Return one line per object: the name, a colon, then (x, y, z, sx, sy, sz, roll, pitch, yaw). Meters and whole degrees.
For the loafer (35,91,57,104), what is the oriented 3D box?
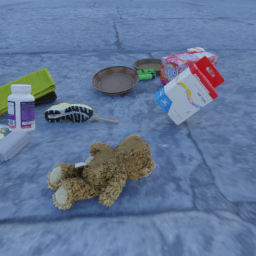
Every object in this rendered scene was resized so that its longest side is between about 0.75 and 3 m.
loafer: (-3.388, -1.155, 9.648, 1.779, 0.634, 0.649, -13, 33, -16)

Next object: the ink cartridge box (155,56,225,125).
ink cartridge box: (1.814, -1.073, 8.103, 1.829, 1.063, 0.615, -38, 18, 22)

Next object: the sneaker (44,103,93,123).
sneaker: (-1.813, -0.554, 8.742, 1.492, 0.583, 0.674, 0, 28, 1)

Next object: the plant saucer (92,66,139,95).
plant saucer: (-0.466, -1.789, 10.770, 1.816, 0.332, 1.816, -4, 44, 4)

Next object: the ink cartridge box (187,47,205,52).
ink cartridge box: (3.784, -4.040, 14.906, 0.829, 0.256, 1.022, -19, 33, -28)

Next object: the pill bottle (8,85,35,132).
pill bottle: (-2.594, -0.492, 6.827, 0.613, 1.101, 0.613, 3, 11, -1)

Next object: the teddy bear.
teddy bear: (-0.584, 0.992, 6.132, 2.370, 0.791, 1.719, -31, 34, -29)

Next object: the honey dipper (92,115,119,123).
honey dipper: (-0.694, -0.258, 8.650, 0.845, 0.160, 0.160, 9, 32, 12)

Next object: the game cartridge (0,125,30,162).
game cartridge: (-3.669, 0.327, 7.511, 1.817, 0.371, 1.209, 8, 28, 13)

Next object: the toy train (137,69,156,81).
toy train: (0.369, -2.151, 11.655, 1.755, 0.366, 0.495, -9, 42, -15)

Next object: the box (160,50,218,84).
box: (2.464, -2.422, 11.400, 2.174, 1.038, 1.084, -19, 36, -29)

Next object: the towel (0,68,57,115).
towel: (-3.769, -1.062, 8.862, 2.868, 0.259, 1.234, -26, 54, -11)

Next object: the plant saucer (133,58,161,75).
plant saucer: (1.143, -2.821, 12.838, 1.836, 0.271, 1.836, -1, 31, 0)
